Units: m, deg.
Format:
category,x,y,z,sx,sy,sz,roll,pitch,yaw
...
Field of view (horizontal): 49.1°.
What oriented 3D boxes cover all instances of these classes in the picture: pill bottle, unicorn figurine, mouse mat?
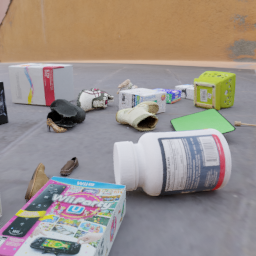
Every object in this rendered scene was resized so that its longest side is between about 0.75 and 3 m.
category,x,y,z,sx,sy,sz,roll,pitch,yaw
pill bottle,0.898,0.767,6.247,2.343,1.401,1.401,-3,18,-9
unicorn figurine,0.019,-1.941,14.506,0.656,1.220,1.776,40,-9,10
mouse mat,2.638,-0.122,10.287,1.896,0.089,2.356,-15,22,4

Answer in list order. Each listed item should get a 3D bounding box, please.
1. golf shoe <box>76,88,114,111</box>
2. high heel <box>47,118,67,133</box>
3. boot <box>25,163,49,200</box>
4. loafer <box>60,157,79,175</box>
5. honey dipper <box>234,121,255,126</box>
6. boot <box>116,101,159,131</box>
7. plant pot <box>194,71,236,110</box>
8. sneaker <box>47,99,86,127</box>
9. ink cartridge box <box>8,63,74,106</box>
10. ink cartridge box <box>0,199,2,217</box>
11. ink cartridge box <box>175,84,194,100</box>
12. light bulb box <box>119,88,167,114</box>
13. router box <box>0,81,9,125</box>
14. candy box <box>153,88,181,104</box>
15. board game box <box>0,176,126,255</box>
category,x,y,z,sx,sy,sz,roll,pitch,yaw
golf shoe,-1.627,-1.385,13.746,1.158,1.015,2.630,14,24,16
high heel,-2.666,-0.101,10.454,0.754,0.537,0.269,1,17,3
boot,-2.005,1.254,6.473,0.496,0.484,1.314,15,19,-14
loafer,-1.562,0.985,7.395,0.296,0.288,0.810,4,18,12
honey dipper,4.783,-0.127,11.196,1.003,0.190,0.190,8,19,11
boot,0.761,-0.483,11.334,2.088,0.752,1.614,-17,23,-29
plant pot,4.294,-1.860,14.275,1.572,1.732,1.724,-24,29,-38
sneaker,-2.846,-0.634,11.675,2.728,0.819,1.423,19,21,39
ink cartridge box,-4.705,-2.441,15.401,2.827,2.045,2.054,5,18,18
ink cartridge box,-3.768,1.300,5.290,2.245,0.930,1.647,12,21,35
ink cartridge box,3.774,-2.176,16.887,1.129,0.652,1.556,-12,21,-34
light bulb box,0.689,-1.250,13.304,1.621,1.021,1.636,-15,24,-42
router box,-5.505,-0.900,10.995,0.455,1.743,1.371,10,19,29
candy box,2.065,-1.851,15.946,1.567,0.604,1.325,10,18,32
board game box,-1.023,1.650,4.640,1.570,0.684,2.128,4,17,11
